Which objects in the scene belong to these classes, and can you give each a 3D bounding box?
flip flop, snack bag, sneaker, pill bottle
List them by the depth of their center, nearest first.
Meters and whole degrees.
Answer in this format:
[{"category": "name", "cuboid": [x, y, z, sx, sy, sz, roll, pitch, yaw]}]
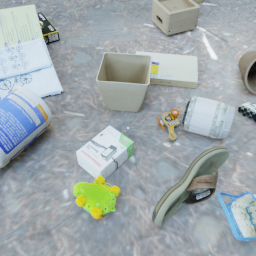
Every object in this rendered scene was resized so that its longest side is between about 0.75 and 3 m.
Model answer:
[{"category": "flip flop", "cuboid": [1.840, 1.638, 7.566, 2.907, 1.179, 0.837, -39, 50, -23]}, {"category": "pill bottle", "cuboid": [-3.958, 0.176, 8.703, 1.671, 1.671, 2.981, 27, 53, 22]}, {"category": "sneaker", "cuboid": [4.757, -0.516, 10.085, 0.625, 0.523, 1.413, -33, 57, -23]}, {"category": "snack bag", "cuboid": [-4.115, -2.168, 11.041, 2.430, 0.276, 2.578, -19, 77, -15]}]

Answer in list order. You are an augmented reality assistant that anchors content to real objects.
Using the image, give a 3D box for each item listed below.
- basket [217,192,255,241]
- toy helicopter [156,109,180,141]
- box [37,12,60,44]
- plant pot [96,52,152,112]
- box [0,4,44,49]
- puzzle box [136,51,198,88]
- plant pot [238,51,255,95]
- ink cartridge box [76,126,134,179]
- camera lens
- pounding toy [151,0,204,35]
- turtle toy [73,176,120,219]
[{"category": "basket", "cuboid": [3.035, 2.281, 7.189, 1.411, 0.982, 1.244, 17, 41, -28]}, {"category": "toy helicopter", "cuboid": [1.421, -0.079, 9.758, 0.808, 0.482, 1.222, -2, 54, -2]}, {"category": "box", "cuboid": [-4.716, -4.839, 13.910, 1.860, 0.575, 2.329, -25, 53, -19]}, {"category": "plant pot", "cuboid": [-0.094, -1.577, 10.304, 1.779, 1.575, 1.777, 5, 47, 4]}, {"category": "box", "cuboid": [-4.905, -3.949, 12.149, 2.362, 1.142, 2.077, -15, 81, -13]}, {"category": "puzzle box", "cuboid": [1.566, -2.532, 11.988, 2.769, 0.352, 1.843, 7, 49, 6]}, {"category": "plant pot", "cuboid": [5.184, -2.387, 11.176, 1.768, 1.768, 1.542, -5, 30, -5]}, {"category": "ink cartridge box", "cuboid": [-0.703, 0.787, 8.850, 1.098, 0.634, 1.510, 34, 56, 26]}, {"category": "camera lens", "cuboid": [2.675, -0.353, 9.461, 1.530, 1.224, 1.224, 15, 50, 13]}, {"category": "pounding toy", "cuboid": [2.708, -6.139, 14.562, 2.829, 1.294, 2.485, -18, 51, -15]}, {"category": "turtle toy", "cuboid": [-0.932, 1.922, 7.778, 1.443, 0.729, 1.052, 29, 53, 24]}]
